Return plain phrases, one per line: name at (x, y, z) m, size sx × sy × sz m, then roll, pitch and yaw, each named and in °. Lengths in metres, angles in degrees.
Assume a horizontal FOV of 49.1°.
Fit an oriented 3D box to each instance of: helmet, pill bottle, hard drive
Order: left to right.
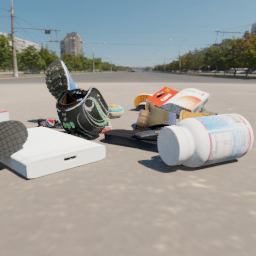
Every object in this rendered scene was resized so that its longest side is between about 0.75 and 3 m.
hard drive at (-2.227, 0.471, 6.943) m, size 1.931 × 0.391 × 2.927 m, roll -11°, pitch 16°, yaw -43°
helmet at (-1.317, -0.424, 8.542) m, size 1.578 × 1.505 × 1.578 m, roll -17°, pitch 41°, yaw 15°
pill bottle at (1.689, 0.279, 6.187) m, size 1.970 × 1.071 × 1.071 m, roll -6°, pitch 13°, yaw -26°

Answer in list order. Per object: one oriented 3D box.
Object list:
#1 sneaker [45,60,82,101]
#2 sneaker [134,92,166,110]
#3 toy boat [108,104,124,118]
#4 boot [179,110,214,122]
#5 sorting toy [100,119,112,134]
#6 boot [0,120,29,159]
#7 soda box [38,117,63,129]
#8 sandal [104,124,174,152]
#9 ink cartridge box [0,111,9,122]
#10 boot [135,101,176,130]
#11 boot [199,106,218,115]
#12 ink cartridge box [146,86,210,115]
sneaker at (-2.333, -1.389, 10.719) m, size 0.963 × 2.452 × 1.093 m, roll -11°, pitch 16°, yaw 18°
sneaker at (1.803, -1.421, 14.706) m, size 2.863 × 1.084 × 1.317 m, roll 3°, pitch 8°, yaw 8°
toy boat at (-0.927, -0.834, 12.577) m, size 1.479 × 0.687 × 1.243 m, roll 0°, pitch 12°, yaw 0°
boot at (2.555, -0.178, 9.395) m, size 1.537 × 0.732 × 1.986 m, roll 10°, pitch 17°, yaw 23°
sorting toy at (-1.222, -0.215, 10.241) m, size 1.188 × 0.417 × 2.464 m, roll -2°, pitch 12°, yaw -6°
boot at (-3.283, 0.345, 5.719) m, size 1.408 × 0.746 × 2.138 m, roll 11°, pitch 30°, yaw 42°
soda box at (-2.745, -0.183, 10.267) m, size 1.067 × 0.338 × 0.377 m, roll 2°, pitch 12°, yaw 13°
sandal at (0.598, 0.202, 7.683) m, size 2.855 × 0.611 × 1.086 m, roll 5°, pitch 13°, yaw 23°
ink cartridge box at (-4.218, -0.028, 8.043) m, size 1.267 × 0.916 × 0.921 m, roll 5°, pitch 13°, yaw 23°
boot at (1.065, -0.274, 9.884) m, size 1.260 × 0.971 × 2.600 m, roll 17°, pitch 18°, yaw 7°
boot at (3.650, -0.649, 12.623) m, size 0.788 × 0.408 × 1.206 m, roll 9°, pitch 22°, yaw 20°
ink cartridge box at (2.306, -1.429, 12.934) m, size 2.334 × 0.585 × 1.893 m, roll 29°, pitch 43°, yaw 26°
